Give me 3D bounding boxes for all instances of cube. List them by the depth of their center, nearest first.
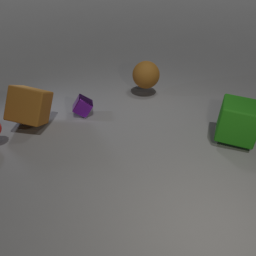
[{"bbox_3d":[4.133,-0.272,10.493,1.400,1.400,1.400,14,35,14],"label":"cube"},{"bbox_3d":[-4.044,-0.934,11.508,1.400,1.400,1.400,13,8,1],"label":"cube"},{"bbox_3d":[-2.062,-1.010,12.748,0.700,0.700,0.700,26,22,-22],"label":"cube"}]

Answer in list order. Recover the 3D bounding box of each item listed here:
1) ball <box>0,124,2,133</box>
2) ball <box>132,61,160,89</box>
[{"bbox_3d":[-5.042,0.015,10.329,0.700,0.700,0.700,0,30,0],"label":"ball"},{"bbox_3d":[0.926,-2.736,14.406,1.400,1.400,1.400,0,30,0],"label":"ball"}]
